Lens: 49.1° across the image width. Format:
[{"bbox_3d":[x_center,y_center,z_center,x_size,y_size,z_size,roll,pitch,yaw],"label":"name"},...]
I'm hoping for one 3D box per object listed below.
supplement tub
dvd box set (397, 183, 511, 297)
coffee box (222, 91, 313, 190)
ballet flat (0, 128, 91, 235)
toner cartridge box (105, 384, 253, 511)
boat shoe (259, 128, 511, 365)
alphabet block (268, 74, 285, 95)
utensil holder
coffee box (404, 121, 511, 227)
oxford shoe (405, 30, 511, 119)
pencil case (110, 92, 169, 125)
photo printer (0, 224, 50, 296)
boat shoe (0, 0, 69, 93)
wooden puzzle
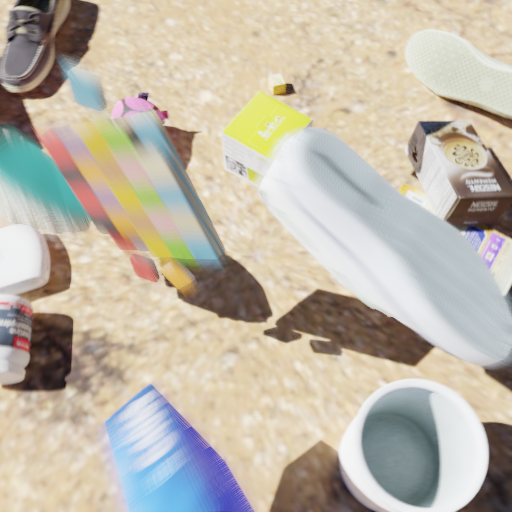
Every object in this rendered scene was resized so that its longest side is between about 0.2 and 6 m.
[{"bbox_3d":[-3.629,1.191,7.978,0.790,0.790,1.125,-5,65,-2],"label":"supplement tub"},{"bbox_3d":[2.890,0.000,8.815,2.236,0.329,1.636,31,68,13],"label":"dvd box set"},{"bbox_3d":[0.183,-1.837,9.288,1.072,1.060,1.070,32,69,14],"label":"coffee box"},{"bbox_3d":[-3.262,-1.091,6.559,2.893,1.038,1.038,37,66,-17],"label":"ballet flat"},{"bbox_3d":[-0.413,2.436,4.866,0.658,1.447,3.047,-41,26,-8],"label":"toner cartridge box"},{"bbox_3d":[1.338,-0.026,5.895,3.057,1.021,1.125,47,57,-2],"label":"boat shoe"},{"bbox_3d":[0.384,-3.180,10.386,0.256,0.257,0.262,-15,65,-6],"label":"alphabet block"},{"bbox_3d":[1.789,2.417,6.878,1.464,1.722,1.464,0,65,0],"label":"utensil holder"},{"bbox_3d":[3.229,-1.352,9.015,0.993,0.701,1.758,-4,54,-13],"label":"coffee box"},{"bbox_3d":[3.938,-3.247,10.177,2.740,1.030,0.791,36,28,24],"label":"oxford shoe"},{"bbox_3d":[-2.110,-1.664,9.328,0.959,0.929,2.047,10,67,-3],"label":"pencil case"},{"bbox_3d":[-3.907,0.112,8.680,1.344,0.467,1.118,-18,65,-8],"label":"photo printer"},{"bbox_3d":[-4.277,-4.332,10.586,0.985,0.887,2.738,9,65,4],"label":"boat shoe"},{"bbox_3d":[-1.286,-0.631,5.852,1.625,2.740,0.192,2,42,36],"label":"wooden puzzle"}]
